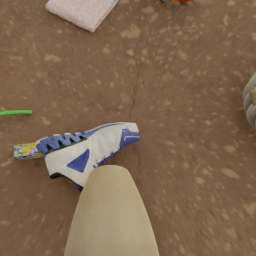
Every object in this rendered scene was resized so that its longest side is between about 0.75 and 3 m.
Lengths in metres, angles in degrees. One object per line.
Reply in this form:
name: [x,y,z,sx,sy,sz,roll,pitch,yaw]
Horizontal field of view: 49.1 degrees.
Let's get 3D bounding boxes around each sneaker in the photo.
sneaker: [-0.914,0.790,7.120,2.548,1.029,1.472,-12,81,-12]

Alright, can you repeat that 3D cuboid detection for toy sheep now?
toy sheep: [3.935,-0.846,7.273,1.933,1.933,2.804,28,63,11]

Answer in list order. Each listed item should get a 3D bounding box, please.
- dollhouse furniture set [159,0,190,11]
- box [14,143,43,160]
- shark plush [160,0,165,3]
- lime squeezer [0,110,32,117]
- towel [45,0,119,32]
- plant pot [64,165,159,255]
dollhouse furniture set: [1.597,-5.013,9.680,1.688,0.870,1.670,-37,82,-16]
box: [-2.495,0.601,7.468,0.986,0.317,0.345,-7,68,-4]
shark plush: [1.162,-4.755,9.653,0.487,0.446,1.071,14,68,6]
lime squeezer: [-4.076,0.012,7.621,2.788,0.526,0.985,-39,72,-16]
towel: [-1.511,-4.292,9.538,1.933,0.312,1.847,29,70,12]
plant pot: [-0.371,1.853,5.800,1.850,1.850,1.975,-4,53,-2]
